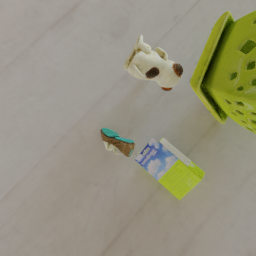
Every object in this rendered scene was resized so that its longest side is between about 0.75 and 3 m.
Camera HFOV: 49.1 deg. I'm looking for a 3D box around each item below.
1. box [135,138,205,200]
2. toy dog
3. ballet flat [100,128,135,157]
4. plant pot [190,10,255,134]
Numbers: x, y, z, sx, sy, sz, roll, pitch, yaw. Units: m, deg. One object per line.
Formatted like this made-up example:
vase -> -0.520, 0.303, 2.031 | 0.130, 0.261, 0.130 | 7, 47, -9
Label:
box -> 1.044, 0.989, 7.170 | 1.562, 0.372, 0.952 | 41, 122, 9
toy dog -> 0.768, -1.664, 7.616 | 1.488, 1.443, 1.038 | 22, 117, -15
ballet flat -> -0.328, 0.405, 7.330 | 0.482, 1.422, 0.514 | 1, 104, -40
plant pot -> 3.103, -1.273, 6.799 | 2.302, 2.524, 2.537 | 16, 78, 40
